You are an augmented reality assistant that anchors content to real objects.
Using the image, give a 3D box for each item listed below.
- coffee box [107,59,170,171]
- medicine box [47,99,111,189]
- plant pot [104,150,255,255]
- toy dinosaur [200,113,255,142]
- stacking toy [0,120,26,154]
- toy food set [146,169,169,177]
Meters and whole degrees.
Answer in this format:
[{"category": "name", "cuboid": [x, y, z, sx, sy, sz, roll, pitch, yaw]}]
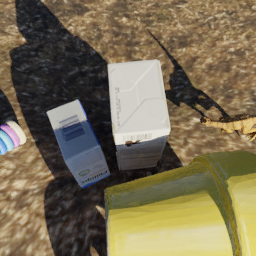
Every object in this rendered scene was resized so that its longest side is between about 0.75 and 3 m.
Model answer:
[{"category": "coffee box", "cuboid": [0.206, -0.109, 6.549, 1.103, 2.763, 1.562, -5, 68, -1]}, {"category": "medicine box", "cuboid": [-1.195, 0.428, 6.974, 0.849, 1.650, 1.502, -24, 58, -9]}, {"category": "plant pot", "cuboid": [0.985, 1.918, 5.057, 2.738, 2.910, 2.910, -3, 54, -5]}, {"category": "toy dinosaur", "cuboid": [3.192, -0.169, 7.451, 2.457, 1.305, 0.742, -13, 66, 28]}, {"category": "stacking toy", "cuboid": [-3.614, 0.546, 7.289, 0.765, 0.765, 1.792, 34, 53, 22]}, {"category": "toy food set", "cuboid": [0.998, 1.374, 7.215, 0.988, 0.198, 0.682, -6, 61, -3]}]
